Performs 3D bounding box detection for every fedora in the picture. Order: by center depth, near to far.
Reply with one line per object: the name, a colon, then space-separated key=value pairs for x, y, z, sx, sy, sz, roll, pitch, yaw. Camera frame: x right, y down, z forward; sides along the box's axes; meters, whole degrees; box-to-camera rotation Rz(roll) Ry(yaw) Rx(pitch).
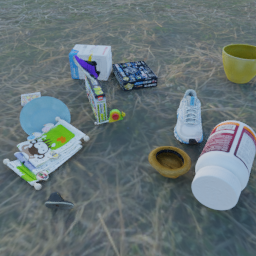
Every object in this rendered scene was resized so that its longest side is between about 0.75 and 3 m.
fedora: x=1.359 y=1.203 z=9.250 sx=1.459 sy=0.595 sz=1.459 roll=-1 pitch=35 yaw=1

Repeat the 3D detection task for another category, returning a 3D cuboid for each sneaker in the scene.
sneaker: x=-1.969 y=2.115 z=8.238 sx=0.857 sy=0.320 sz=0.455 roll=4 pitch=39 yaw=7
sneaker: x=2.415 y=-0.551 z=11.096 sx=1.091 sy=1.261 sz=2.910 roll=4 pitch=38 yaw=3
sneaker: x=-1.599 y=-2.506 z=11.160 sx=0.655 sy=1.316 sz=0.458 roll=-45 pitch=32 yaw=-2

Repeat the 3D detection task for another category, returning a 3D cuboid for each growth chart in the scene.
growth chart: x=-2.881 y=0.726 z=10.005 sx=2.145 sy=0.263 sz=2.964 roll=24 pitch=47 yaw=23

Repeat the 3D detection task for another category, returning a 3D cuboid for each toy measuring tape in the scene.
toy measuring tape: x=-0.762 y=-0.472 z=11.405 sx=1.315 sy=0.484 sz=0.484 roll=-12 pitch=37 yaw=3

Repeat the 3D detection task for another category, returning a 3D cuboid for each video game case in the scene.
video game case: x=-4.538 y=-1.360 z=13.132 sx=0.879 sy=0.111 sz=0.966 roll=-11 pitch=38 yaw=-14

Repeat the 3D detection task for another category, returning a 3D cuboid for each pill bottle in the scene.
pill bottle: x=2.994 y=1.069 z=8.642 sx=1.527 sy=1.527 sz=2.787 roll=18 pitch=40 yaw=23

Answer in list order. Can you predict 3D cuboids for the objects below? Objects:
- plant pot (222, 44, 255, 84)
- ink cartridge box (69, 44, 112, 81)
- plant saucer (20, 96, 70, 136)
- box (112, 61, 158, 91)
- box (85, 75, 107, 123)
plant pot: x=5.862 y=-3.214 z=14.439 sx=2.167 sy=1.538 sz=2.167 roll=0 pitch=36 yaw=0
ink cartridge box: x=-1.932 y=-3.487 z=14.904 sx=1.956 sy=1.415 sz=1.440 roll=4 pitch=37 yaw=6
plant saucer: x=-3.267 y=-0.347 z=11.127 sx=1.919 sy=0.369 sz=1.919 roll=6 pitch=63 yaw=-11
box: x=0.318 y=-2.801 z=14.724 sx=1.826 sy=0.529 sz=2.298 roll=-10 pitch=38 yaw=-13
box: x=-1.425 y=-1.453 z=12.203 sx=0.429 sy=1.361 sz=2.473 roll=-12 pitch=38 yaw=-13
